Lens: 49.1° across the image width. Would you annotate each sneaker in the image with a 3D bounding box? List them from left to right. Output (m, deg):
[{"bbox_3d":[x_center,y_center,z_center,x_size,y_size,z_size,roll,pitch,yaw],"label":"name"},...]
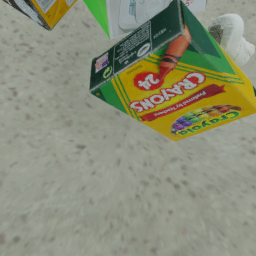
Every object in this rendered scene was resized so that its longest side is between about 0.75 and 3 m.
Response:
[{"bbox_3d":[1.745,-1.376,4.681,0.801,1.612,0.628,-12,75,4],"label":"sneaker"}]

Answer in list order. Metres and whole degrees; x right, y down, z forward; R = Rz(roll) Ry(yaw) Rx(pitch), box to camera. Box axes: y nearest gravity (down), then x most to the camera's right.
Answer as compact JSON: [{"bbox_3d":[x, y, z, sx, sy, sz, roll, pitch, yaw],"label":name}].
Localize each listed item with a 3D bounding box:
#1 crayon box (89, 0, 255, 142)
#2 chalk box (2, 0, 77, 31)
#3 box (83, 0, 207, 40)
[{"bbox_3d":[0.901,-0.565,4.447,1.644,2.590,0.658,-25,52,37],"label":"crayon box"},{"bbox_3d":[-1.418,-2.217,3.509,1.632,1.019,1.011,36,82,16],"label":"chalk box"},{"bbox_3d":[0.124,-3.387,6.113,2.306,1.264,2.614,-21,55,-11],"label":"box"}]
